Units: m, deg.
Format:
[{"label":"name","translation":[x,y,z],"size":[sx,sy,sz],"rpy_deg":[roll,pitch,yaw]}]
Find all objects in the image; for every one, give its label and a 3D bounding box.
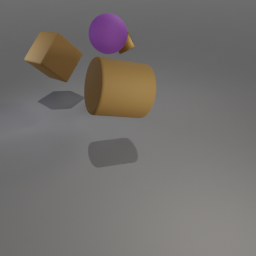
[{"label":"cube","translation":[-3.006,-2.888,11.348],"size":[1.400,1.400,1.400],"rpy_deg":[21,81,41]},{"label":"cylinder","translation":[-0.233,-0.983,7.020],"size":[1.400,1.400,1.400],"rpy_deg":[2,27,-26]},{"label":"cube","translation":[-0.185,-3.595,11.756],"size":[0.700,0.700,0.700],"rpy_deg":[-25,20,7]},{"label":"ball","translation":[-0.721,-3.397,10.133],"size":[1.400,1.400,1.400],"rpy_deg":[0,31,0]}]
